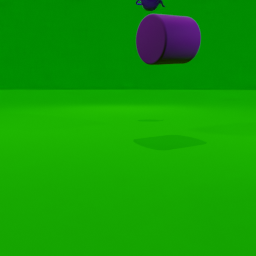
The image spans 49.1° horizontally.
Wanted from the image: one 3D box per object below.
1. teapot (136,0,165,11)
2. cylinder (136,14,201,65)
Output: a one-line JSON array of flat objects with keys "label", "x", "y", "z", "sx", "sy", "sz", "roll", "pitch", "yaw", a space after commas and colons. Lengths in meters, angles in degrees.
[{"label": "teapot", "x": 0.890, "y": -4.836, "z": 10.815, "sx": 1.183, "sy": 0.736, "sz": 0.579, "roll": 2, "pitch": -21, "yaw": -2}, {"label": "cylinder", "x": 0.920, "y": -2.029, "z": 6.484, "sx": 1.083, "sy": 1.083, "sz": 1.083, "roll": -11, "pitch": 13, "yaw": -33}]
